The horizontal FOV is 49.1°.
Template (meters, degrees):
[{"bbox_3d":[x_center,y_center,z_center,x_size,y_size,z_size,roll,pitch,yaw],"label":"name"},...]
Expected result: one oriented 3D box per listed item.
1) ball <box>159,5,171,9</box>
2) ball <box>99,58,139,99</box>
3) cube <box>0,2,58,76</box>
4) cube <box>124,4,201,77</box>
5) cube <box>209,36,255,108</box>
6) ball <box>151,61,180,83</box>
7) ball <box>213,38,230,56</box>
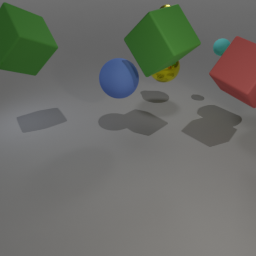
[{"bbox_3d":[1.484,-4.385,10.811,0.700,0.700,0.700,0,30,0],"label":"ball"},{"bbox_3d":[-0.315,-1.734,9.832,1.400,1.400,1.400,0,30,0],"label":"ball"},{"bbox_3d":[-3.329,-2.686,8.710,1.400,1.400,1.400,0,56,-56],"label":"cube"},{"bbox_3d":[1.026,-2.625,8.477,1.400,1.400,1.400,-32,2,-37],"label":"cube"},{"bbox_3d":[3.650,-1.694,8.663,1.400,1.400,1.400,41,10,34],"label":"cube"},{"bbox_3d":[1.635,-2.754,12.611,1.400,1.400,1.400,0,30,0],"label":"ball"},{"bbox_3d":[3.872,-3.324,11.544,0.700,0.700,0.700,0,30,0],"label":"ball"}]
